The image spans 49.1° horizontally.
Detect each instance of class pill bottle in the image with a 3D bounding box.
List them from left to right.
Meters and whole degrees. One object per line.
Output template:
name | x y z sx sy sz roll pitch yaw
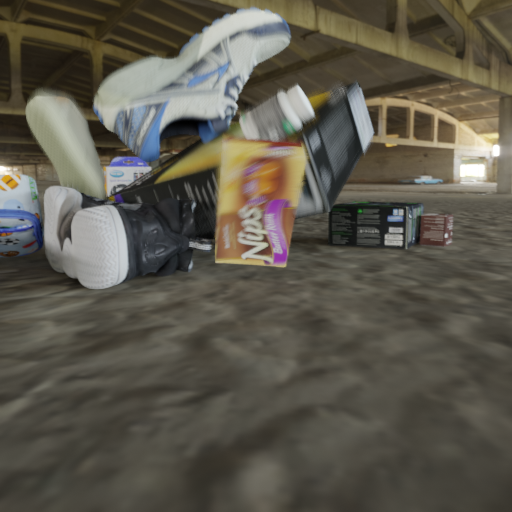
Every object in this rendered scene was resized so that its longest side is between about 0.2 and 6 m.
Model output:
pill bottle | 0.266 -1.805 7.317 0.876 0.496 0.496 -28 -2 19

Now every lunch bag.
lunch bag | -4.493 -0.571 8.302 2.477 0.936 1.985 -4 -13 -18

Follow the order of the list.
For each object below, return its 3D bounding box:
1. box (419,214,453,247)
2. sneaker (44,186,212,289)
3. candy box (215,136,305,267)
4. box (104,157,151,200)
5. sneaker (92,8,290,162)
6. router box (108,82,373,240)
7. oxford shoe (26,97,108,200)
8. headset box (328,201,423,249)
box | 3.559 -0.518 11.053 0.503 0.613 0.509 6 10 34
sneaker | -1.829 -0.302 7.716 1.746 1.158 3.068 -4 14 -33
candy box | 0.002 -0.611 6.738 0.916 1.571 0.443 4 36 -6
box | -3.056 -1.441 13.413 1.080 1.814 0.376 -3 8 -24
sneaker | -0.799 -2.777 9.549 3.664 1.561 1.412 -34 -3 -13
router box | 0.020 -1.658 9.852 3.377 1.122 4.295 -12 21 25
oxford shoe | -3.003 -1.574 9.644 0.961 2.555 0.738 -1 32 33
headset box | 2.458 -0.654 11.281 1.547 0.824 1.777 4 9 27
